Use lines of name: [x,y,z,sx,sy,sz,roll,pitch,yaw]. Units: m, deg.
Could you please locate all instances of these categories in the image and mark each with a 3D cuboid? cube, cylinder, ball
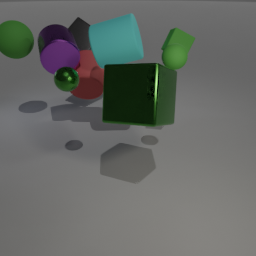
cube: [0.319,-0.802,6.983,1.400,1.400,1.400,5,5,27]
cylinder: [-0.346,-2.731,8.894,1.400,1.400,1.400,-12,26,12]
cube: [-1.929,-3.590,12.182,1.400,1.400,1.400,37,-6,10]
ball: [-4.312,-3.353,10.656,1.400,1.400,1.400,0,28,0]
ball: [1.265,-1.935,7.606,0.700,0.700,0.700,0,28,0]
cylinder: [-1.609,-2.088,11.083,1.400,1.400,1.400,0,58,1]
cylinder: [-2.572,-2.891,10.350,1.400,1.400,1.400,-9,44,-16]
ball: [-1.713,-1.363,7.826,0.700,0.700,0.700,0,28,0]
cube: [1.564,-2.652,8.821,0.700,0.700,0.700,24,11,-11]
